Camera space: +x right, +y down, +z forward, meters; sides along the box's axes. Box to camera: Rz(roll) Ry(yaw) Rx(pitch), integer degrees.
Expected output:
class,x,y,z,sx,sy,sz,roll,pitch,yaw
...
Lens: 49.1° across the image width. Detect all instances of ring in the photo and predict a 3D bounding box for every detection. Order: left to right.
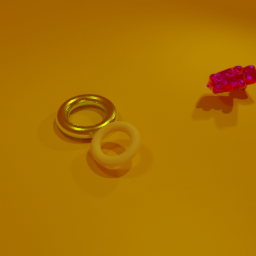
class,x,y,z,sx,sy,sz,roll,pitch,yaw
ring,-1.233,-0.393,8.464,1.874,0.375,1.874,1,44,-1
ring,-0.333,0.405,7.278,1.351,0.270,1.351,-9,54,12

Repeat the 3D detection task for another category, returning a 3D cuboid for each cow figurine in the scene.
class,x,y,z,sx,sy,sz,roll,pitch,yaw
cow figurine,3.424,-1.594,9.248,1.653,0.907,1.626,-14,3,15
